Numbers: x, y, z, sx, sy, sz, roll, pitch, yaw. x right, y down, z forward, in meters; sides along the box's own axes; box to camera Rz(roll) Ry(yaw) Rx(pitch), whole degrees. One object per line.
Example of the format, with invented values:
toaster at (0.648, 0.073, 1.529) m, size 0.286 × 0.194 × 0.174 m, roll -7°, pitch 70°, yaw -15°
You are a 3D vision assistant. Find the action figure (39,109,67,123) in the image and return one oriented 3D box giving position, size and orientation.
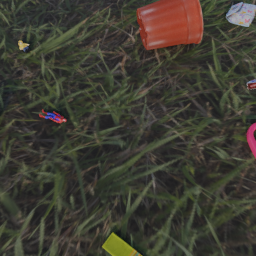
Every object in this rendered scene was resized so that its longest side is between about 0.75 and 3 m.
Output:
action figure at (-2.862, -0.431, 10.771) m, size 1.082 × 0.280 × 0.354 m, roll 17°, pitch 56°, yaw 8°

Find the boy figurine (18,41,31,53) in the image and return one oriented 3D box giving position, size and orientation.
boy figurine at (-4.822, -3.792, 13.005) m, size 0.472 × 0.245 × 0.759 m, roll -35°, pitch 65°, yaw -18°

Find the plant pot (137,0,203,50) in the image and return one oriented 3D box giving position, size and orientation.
plant pot at (1.746, -4.661, 12.445) m, size 2.383 × 2.450 × 2.450 m, roll -16°, pitch 57°, yaw -1°

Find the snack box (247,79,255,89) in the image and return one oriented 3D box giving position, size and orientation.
snack box at (3.630, -1.118, 6.562) m, size 1.472 × 0.179 × 0.529 m, roll -1°, pitch 18°, yaw 43°

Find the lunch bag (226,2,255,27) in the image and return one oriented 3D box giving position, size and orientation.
lunch bag at (5.638, -5.715, 13.972) m, size 1.229 × 0.781 × 1.042 m, roll 22°, pitch 56°, yaw 22°

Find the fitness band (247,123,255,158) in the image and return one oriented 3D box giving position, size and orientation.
fitness band at (5.072, 0.587, 10.060) m, size 1.340 × 0.349 × 1.866 m, roll -9°, pitch 56°, yaw -3°

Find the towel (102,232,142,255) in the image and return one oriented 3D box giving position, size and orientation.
towel at (-0.118, 3.630, 8.148) m, size 1.251 × 0.113 × 0.538 m, roll 32°, pitch 61°, yaw 20°
